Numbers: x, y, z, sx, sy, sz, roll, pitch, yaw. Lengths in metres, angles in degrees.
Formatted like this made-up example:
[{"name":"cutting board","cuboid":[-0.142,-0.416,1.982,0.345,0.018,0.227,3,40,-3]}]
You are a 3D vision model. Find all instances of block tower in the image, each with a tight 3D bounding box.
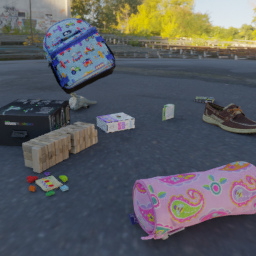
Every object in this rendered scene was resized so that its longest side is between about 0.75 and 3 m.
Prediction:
[{"name":"block tower","cuboid":[-2.100,0.492,8.989,0.801,0.749,2.773,9,19,27]}]

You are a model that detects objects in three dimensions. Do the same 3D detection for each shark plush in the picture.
[{"name":"shark plush","cuboid":[-2.483,-1.230,15.036,0.902,0.984,2.166,32,10,24]}]

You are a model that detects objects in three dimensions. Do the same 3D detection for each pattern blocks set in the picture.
[{"name":"pattern blocks set","cuboid":[-2.042,1.421,7.186,0.996,0.092,1.133,-10,20,-27]}]

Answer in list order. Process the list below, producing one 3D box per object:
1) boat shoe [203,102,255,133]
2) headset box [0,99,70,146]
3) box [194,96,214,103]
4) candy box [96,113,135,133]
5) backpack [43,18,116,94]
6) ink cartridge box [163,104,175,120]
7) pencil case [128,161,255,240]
[{"name":"boat shoe","cuboid":[4.252,-0.518,11.663,1.004,1.001,2.782,-9,20,-26]},{"name":"headset box","cuboid":[-3.591,-0.253,10.563,2.209,1.177,2.537,2,18,3]},{"name":"box","cuboid":[4.466,-1.658,16.425,1.054,0.233,0.844,7,20,21]},{"name":"candy box","cuboid":[-0.523,-0.242,11.707,1.273,0.455,1.068,-10,21,-27]},{"name":"backpack","cuboid":[-2.230,-3.339,11.946,2.722,2.982,2.006,-26,0,-6]},{"name":"ink cartridge box","cuboid":[1.770,-0.733,12.952,0.837,0.619,0.317,-16,24,-41]},{"name":"pencil case","cuboid":[1.419,1.407,5.664,2.724,1.191,1.191,-8,20,-20]}]
